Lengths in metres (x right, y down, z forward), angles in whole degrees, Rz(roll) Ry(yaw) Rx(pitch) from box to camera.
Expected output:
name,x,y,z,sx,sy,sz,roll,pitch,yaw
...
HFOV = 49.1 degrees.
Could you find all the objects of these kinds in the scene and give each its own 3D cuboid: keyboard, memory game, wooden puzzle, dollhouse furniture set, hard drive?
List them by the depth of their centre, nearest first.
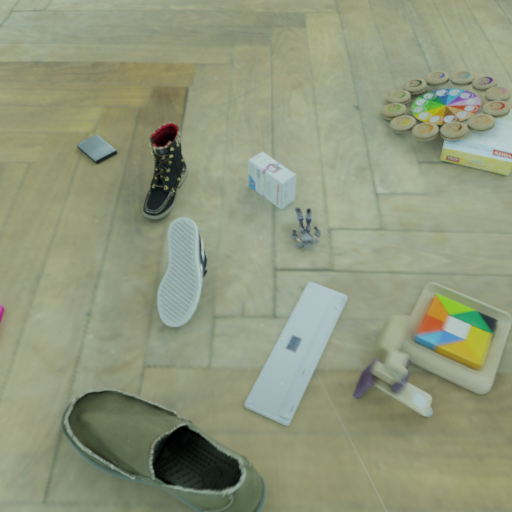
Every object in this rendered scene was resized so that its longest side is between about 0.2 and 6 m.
name,x,y,z,sx,sy,sz,roll,pitch,yaw
dollhouse furniture set,2.766,1.793,9.668,1.273,1.421,1.794,30,51,4
keyboard,0.802,1.684,10.365,0.845,0.160,3.002,17,51,20
wooden puzzle,3.712,1.431,10.417,1.728,0.348,1.868,24,54,19
hard drive,-3.998,-2.679,14.053,0.615,0.145,0.881,-36,58,-27
memory game,4.934,-3.987,14.640,3.287,0.209,3.287,-9,43,9

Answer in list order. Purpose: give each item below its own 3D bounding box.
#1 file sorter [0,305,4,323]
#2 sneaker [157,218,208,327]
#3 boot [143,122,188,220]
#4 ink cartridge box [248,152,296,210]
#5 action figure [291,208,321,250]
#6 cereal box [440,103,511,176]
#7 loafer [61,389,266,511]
name,x,y,z,sx,sy,sz,roll,pitch,yaw
file sorter,-5.570,1.439,9.785,1.437,1.297,2.068,-2,50,-2
sneaker,-1.395,0.384,11.076,0.843,0.854,2.150,3,74,9
boot,-2.088,-1.906,12.526,0.709,1.459,1.938,15,51,12
ink cartridge box,0.363,-1.709,12.784,0.476,0.813,1.124,-34,57,-25
action figure,1.050,-0.558,12.033,0.638,0.340,0.980,-5,61,1
cereal box,5.674,-3.067,14.171,1.669,0.459,2.320,16,51,13
loafer,-1.464,2.863,8.607,3.533,1.231,1.329,18,52,15
